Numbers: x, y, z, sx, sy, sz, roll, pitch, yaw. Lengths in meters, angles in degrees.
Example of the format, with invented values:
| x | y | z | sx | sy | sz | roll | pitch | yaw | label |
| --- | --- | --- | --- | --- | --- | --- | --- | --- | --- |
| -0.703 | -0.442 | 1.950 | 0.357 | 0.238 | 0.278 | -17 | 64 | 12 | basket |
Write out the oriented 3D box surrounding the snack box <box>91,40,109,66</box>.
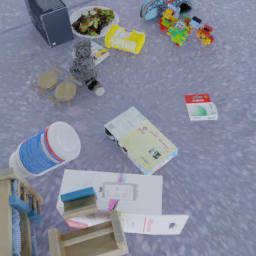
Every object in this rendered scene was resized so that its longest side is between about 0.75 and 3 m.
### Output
| x | y | z | sx | sy | sz | roll | pitch | yaw | label |
| --- | --- | --- | --- | --- | --- | --- | --- | --- | --- |
| -1.298 | -2.799 | 10.372 | 1.007 | 0.267 | 0.716 | 37 | 64 | 26 | snack box |

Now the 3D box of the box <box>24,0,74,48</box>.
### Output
| x | y | z | sx | sy | sz | roll | pitch | yaw | label |
| --- | --- | --- | --- | --- | --- | --- | --- | --- | --- |
| -3.068 | -4.337 | 10.752 | 1.041 | 1.444 | 1.945 | -28 | 61 | -17 | box |

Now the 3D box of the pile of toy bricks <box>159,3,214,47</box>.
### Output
| x | y | z | sx | sy | sz | roll | pitch | yaw | label |
| --- | --- | --- | --- | --- | --- | --- | --- | --- | --- |
| 2.075 | -3.660 | 10.672 | 2.292 | 1.271 | 1.131 | 35 | 101 | 10 | pile of toy bricks |

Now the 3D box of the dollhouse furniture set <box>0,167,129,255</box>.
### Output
| x | y | z | sx | sy | sz | roll | pitch | yaw | label |
| --- | --- | --- | --- | --- | --- | --- | --- | --- | --- |
| -1.610 | 2.028 | 6.041 | 2.856 | 2.001 | 2.013 | -14 | 57 | -4 | dollhouse furniture set |

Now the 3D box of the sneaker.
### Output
| x | y | z | sx | sy | sz | roll | pitch | yaw | label |
| --- | --- | --- | --- | --- | --- | --- | --- | --- | --- |
| 1.638 | -4.891 | 11.449 | 2.361 | 0.936 | 1.128 | -24 | 61 | -15 | sneaker |

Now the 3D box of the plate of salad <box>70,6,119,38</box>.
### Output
| x | y | z | sx | sy | sz | roll | pitch | yaw | label |
| --- | --- | --- | --- | --- | --- | --- | --- | --- | --- |
| -1.402 | -4.417 | 11.376 | 2.095 | 0.503 | 2.095 | 0 | 57 | -1 | plate of salad |

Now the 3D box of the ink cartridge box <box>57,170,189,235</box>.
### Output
| x | y | z | sx | sy | sz | roll | pitch | yaw | label |
| --- | --- | --- | --- | --- | --- | --- | --- | --- | --- |
| -0.079 | 1.782 | 6.551 | 2.751 | 1.602 | 0.928 | 4 | 56 | 3 | ink cartridge box |

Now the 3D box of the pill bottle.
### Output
| x | y | z | sx | sy | sz | roll | pitch | yaw | label |
| --- | --- | --- | --- | --- | --- | --- | --- | --- | --- |
| -2.179 | 0.629 | 7.145 | 1.805 | 1.013 | 1.013 | -26 | 52 | 26 | pill bottle |

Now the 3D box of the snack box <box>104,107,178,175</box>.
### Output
| x | y | z | sx | sy | sz | roll | pitch | yaw | label |
| --- | --- | --- | --- | --- | --- | --- | --- | --- | --- |
| 0.353 | 0.348 | 8.256 | 1.168 | 0.373 | 2.010 | -34 | 62 | -21 | snack box |

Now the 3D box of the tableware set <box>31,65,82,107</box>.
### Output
| x | y | z | sx | sy | sz | roll | pitch | yaw | label |
| --- | --- | --- | --- | --- | --- | --- | --- | --- | --- |
| -2.372 | -1.383 | 9.468 | 1.642 | 0.329 | 1.086 | 33 | 73 | 26 | tableware set |

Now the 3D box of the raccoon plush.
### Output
| x | y | z | sx | sy | sz | roll | pitch | yaw | label |
| --- | --- | --- | --- | --- | --- | --- | --- | --- | --- |
| -1.195 | -2.063 | 9.153 | 1.763 | 1.181 | 0.853 | 38 | 50 | 17 | raccoon plush |

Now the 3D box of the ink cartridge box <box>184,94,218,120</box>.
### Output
| x | y | z | sx | sy | sz | roll | pitch | yaw | label |
| --- | --- | --- | --- | --- | --- | --- | --- | --- | --- |
| 2.353 | -0.747 | 9.075 | 0.871 | 0.271 | 1.082 | -3 | 58 | -2 | ink cartridge box |

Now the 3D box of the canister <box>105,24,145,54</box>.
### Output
| x | y | z | sx | sy | sz | roll | pitch | yaw | label |
| --- | --- | --- | --- | --- | --- | --- | --- | --- | --- |
| -0.101 | -3.366 | 10.646 | 1.305 | 0.565 | 0.969 | 19 | 58 | 11 | canister |
